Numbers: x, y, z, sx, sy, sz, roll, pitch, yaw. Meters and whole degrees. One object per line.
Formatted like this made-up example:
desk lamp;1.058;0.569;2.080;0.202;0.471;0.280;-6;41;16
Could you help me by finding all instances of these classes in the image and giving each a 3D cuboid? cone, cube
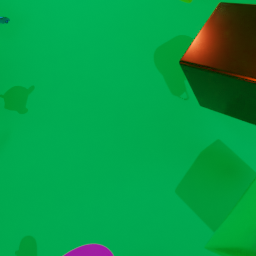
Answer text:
cone;-0.413;2.906;4.016;1.659;1.659;1.665;-39;111;-13
cone;1.531;1.370;3.507;1.546;1.552;1.546;20;52;-27
cube;1.984;-1.080;4.808;1.394;1.394;1.394;27;77;39

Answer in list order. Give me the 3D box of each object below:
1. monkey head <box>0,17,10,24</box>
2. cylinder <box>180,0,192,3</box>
monkey head;-3.304;-2.502;6.381;1.138;0.819;0.686;7;66;-25
cylinder;1.314;-3.868;6.840;1.148;1.148;1.148;31;111;11
